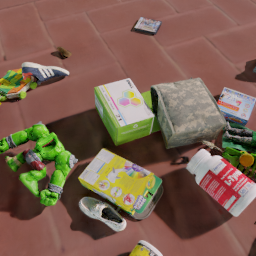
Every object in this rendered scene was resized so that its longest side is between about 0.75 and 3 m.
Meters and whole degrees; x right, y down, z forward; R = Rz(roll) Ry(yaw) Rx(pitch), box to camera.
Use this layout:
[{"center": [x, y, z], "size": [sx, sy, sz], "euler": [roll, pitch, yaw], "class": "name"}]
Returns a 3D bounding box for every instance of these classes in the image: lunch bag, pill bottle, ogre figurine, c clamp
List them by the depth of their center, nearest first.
[{"center": [0.226, 3.906, 7.510], "size": [0.851, 0.851, 1.529], "euler": [31, 60, 21], "class": "pill bottle"}, {"center": [2.972, 1.665, 8.961], "size": [1.186, 1.186, 2.114], "euler": [-36, 61, -24], "class": "pill bottle"}, {"center": [0.267, 2.187, 9.169], "size": [1.474, 0.234, 1.725], "euler": [33, 61, 22], "class": "c clamp"}, {"center": [-2.938, 1.011, 9.324], "size": [1.757, 1.438, 2.931], "euler": [-43, 53, -14], "class": "ogre figurine"}, {"center": [2.092, -0.701, 10.493], "size": [2.045, 1.466, 2.493], "euler": [-11, 62, -9], "class": "lunch bag"}]

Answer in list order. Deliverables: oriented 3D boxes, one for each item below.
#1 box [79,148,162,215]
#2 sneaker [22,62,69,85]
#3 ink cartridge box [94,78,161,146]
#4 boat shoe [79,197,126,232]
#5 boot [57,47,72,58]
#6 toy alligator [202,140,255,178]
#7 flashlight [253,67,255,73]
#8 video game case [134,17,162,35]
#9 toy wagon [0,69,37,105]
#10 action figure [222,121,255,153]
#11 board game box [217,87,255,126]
[{"center": [-0.231, 1.742, 9.098], "size": [2.408, 0.583, 1.413], "euler": [23, 58, 28], "class": "box"}, {"center": [-3.588, -2.280, 12.195], "size": [1.995, 0.748, 0.843], "euler": [4, 94, -24], "class": "sneaker"}, {"center": [0.459, -0.875, 10.830], "size": [2.976, 1.127, 2.200], "euler": [-19, 55, -17], "class": "ink cartridge box"}, {"center": [-0.790, 2.553, 8.676], "size": [1.674, 0.580, 0.593], "euler": [24, 57, 17], "class": "boat shoe"}, {"center": [-3.127, -3.649, 13.479], "size": [0.857, 0.315, 0.323], "euler": [28, 69, 17], "class": "boot"}, {"center": [3.851, 1.170, 9.643], "size": [2.826, 0.838, 0.767], "euler": [16, 96, 11], "class": "toy alligator"}, {"center": [6.523, -2.404, 12.342], "size": [1.844, 0.624, 0.627], "euler": [27, 58, 20], "class": "flashlight"}, {"center": [1.073, -5.442, 14.877], "size": [1.219, 0.155, 1.102], "euler": [17, 55, 12], "class": "video game case"}, {"center": [-4.964, -1.764, 12.002], "size": [1.521, 0.388, 1.960], "euler": [25, 57, 18], "class": "toy wagon"}, {"center": [4.750, 0.435, 10.255], "size": [2.436, 0.666, 1.439], "euler": [15, 52, 7], "class": "action figure"}, {"center": [4.317, -0.890, 11.358], "size": [1.361, 0.380, 1.332], "euler": [24, 58, 17], "class": "board game box"}]
